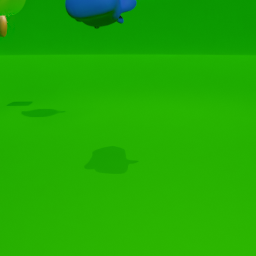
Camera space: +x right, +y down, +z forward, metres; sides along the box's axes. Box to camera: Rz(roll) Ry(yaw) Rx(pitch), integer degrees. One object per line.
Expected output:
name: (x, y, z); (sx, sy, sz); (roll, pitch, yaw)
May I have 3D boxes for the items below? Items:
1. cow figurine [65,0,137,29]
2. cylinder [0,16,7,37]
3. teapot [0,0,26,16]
cow figurine: (-0.490, -2.174, 3.433); (0.915, 1.667, 1.640); (-6, -23, 16)
cylinder: (-4.674, -3.542, 9.497); (0.852, 0.852, 0.852); (0, 16, -6)
teapot: (-3.352, -3.570, 7.499); (2.073, 1.289, 1.015); (-27, -8, 19)
